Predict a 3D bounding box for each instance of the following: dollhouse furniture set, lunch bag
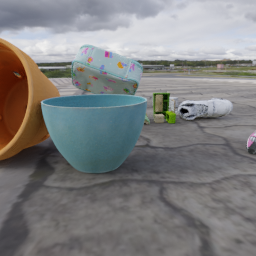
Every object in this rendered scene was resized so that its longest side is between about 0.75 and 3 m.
[{"bbox_3d":[0.754,-0.840,11.617,2.223,1.115,1.456,-1,13,-5],"label":"dollhouse furniture set"},{"bbox_3d":[-0.816,-1.884,10.121,2.492,0.961,1.999,18,-22,-3],"label":"lunch bag"}]

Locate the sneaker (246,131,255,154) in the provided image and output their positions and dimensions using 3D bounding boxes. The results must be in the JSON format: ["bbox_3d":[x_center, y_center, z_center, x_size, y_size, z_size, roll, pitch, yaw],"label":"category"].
[{"bbox_3d":[3.630,0.394,7.827,0.511,0.549,1.271,37,49,23],"label":"sneaker"}]

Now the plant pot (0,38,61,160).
[{"bbox_3d":[-3.145,-0.618,7.419,2.989,2.989,2.092,5,-2,19],"label":"plant pot"}]

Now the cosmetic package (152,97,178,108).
[{"bbox_3d":[2.054,-1.448,15.566,1.310,0.591,0.700,6,13,36],"label":"cosmetic package"}]

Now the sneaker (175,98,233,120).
[{"bbox_3d":[3.185,-0.768,11.981,2.330,0.876,1.339,1,12,29],"label":"sneaker"}]

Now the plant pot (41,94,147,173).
[{"bbox_3d":[-0.736,0.117,6.438,2.324,1.565,2.324,0,13,0],"label":"plant pot"}]
